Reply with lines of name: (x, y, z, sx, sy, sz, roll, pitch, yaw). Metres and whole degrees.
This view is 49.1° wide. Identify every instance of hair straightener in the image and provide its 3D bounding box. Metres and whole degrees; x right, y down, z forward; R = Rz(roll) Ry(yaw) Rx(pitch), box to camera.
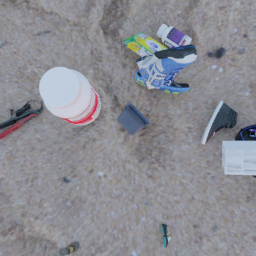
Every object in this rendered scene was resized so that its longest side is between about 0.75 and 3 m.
hair straightener: (-4.468, -0.516, 11.300, 2.361, 0.483, 0.908, -35, 81, -6)

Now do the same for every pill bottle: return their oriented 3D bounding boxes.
pill bottle: (1.907, -3.764, 11.762, 1.357, 0.756, 0.756, 35, 81, 6)
pill bottle: (-1.625, -0.877, 8.098, 1.353, 2.410, 1.353, 0, 83, 4)

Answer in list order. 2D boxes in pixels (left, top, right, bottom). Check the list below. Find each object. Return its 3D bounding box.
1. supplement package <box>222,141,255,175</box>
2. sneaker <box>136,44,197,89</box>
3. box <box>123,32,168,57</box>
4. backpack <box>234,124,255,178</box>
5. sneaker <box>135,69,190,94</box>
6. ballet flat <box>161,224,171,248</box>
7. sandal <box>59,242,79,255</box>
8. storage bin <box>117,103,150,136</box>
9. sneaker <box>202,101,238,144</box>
supplement package: (3.049, 0.738, 7.134, 1.194, 0.930, 0.662, 0, 101, 14)
sneaker: (1.248, -1.889, 8.811, 1.107, 2.925, 1.127, -15, 99, -17)
box: (0.876, -3.266, 11.507, 2.023, 0.489, 1.187, 33, 39, 7)
backpack: (5.413, 0.677, 10.487, 2.205, 1.483, 2.013, -20, 74, -1)
sneaker: (1.441, -2.006, 11.408, 2.267, 0.804, 0.939, 19, 87, 6)
ballet flat: (1.450, 4.063, 10.571, 0.292, 0.290, 0.854, -6, 80, -9)
sandal: (-2.207, 4.560, 10.505, 0.798, 0.218, 0.326, -21, 80, -4)
storage bin: (0.183, -0.307, 11.176, 1.165, 0.848, 0.783, 48, 111, 7)
sneaker: (3.686, -0.075, 11.104, 0.972, 0.693, 1.959, 29, 77, 10)
